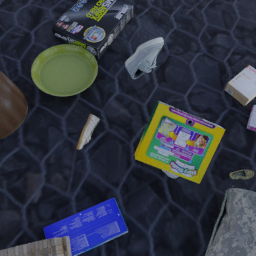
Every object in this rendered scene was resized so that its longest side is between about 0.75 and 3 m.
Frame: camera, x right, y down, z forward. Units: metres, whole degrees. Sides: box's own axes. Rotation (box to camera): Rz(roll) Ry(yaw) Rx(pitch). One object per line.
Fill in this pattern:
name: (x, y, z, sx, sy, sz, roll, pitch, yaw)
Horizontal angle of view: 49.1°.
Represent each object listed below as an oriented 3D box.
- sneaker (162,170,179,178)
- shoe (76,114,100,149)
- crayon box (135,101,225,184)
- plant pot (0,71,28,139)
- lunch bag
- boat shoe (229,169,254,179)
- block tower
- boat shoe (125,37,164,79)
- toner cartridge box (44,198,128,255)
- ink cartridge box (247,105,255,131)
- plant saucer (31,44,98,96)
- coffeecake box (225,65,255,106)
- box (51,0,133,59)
sneaker: (1.342, 0.765, 9.503, 0.765, 0.720, 1.869, -19, 75, -37)
shoe: (-1.252, 0.123, 8.820, 0.367, 0.480, 1.374, 24, 52, -7)
crayon box: (1.517, 0.432, 8.459, 2.127, 0.620, 1.835, 22, 101, -4)
plant pot: (-5.071, -1.231, 9.386, 2.512, 2.688, 2.512, 0, 63, 0)
lunch bag: (3.463, 3.134, 7.597, 2.305, 1.915, 2.748, 20, 61, 22)
boat shoe: (3.817, 1.536, 9.337, 0.827, 0.260, 0.302, -2, 63, -1)
block tower: (-2.810, 3.568, 7.718, 2.402, 0.694, 0.649, -17, 67, 8)
boat shoe: (0.610, -2.231, 9.310, 0.781, 2.240, 0.798, -21, 88, -24)
toner cartridge box: (-1.246, 3.075, 8.422, 2.276, 0.491, 1.081, -21, 66, -10)
ink cartridge box: (5.239, -0.149, 10.161, 1.600, 0.336, 0.954, 20, 65, 13)
plant saucer: (-2.486, -2.236, 11.135, 2.573, 0.400, 2.573, 1, 63, -2)
coffeecake box: (4.606, -1.657, 10.833, 1.325, 0.484, 1.017, -38, 69, -17)
box: (-1.495, -4.667, 12.266, 2.371, 0.655, 2.959, 28, 66, 13)
